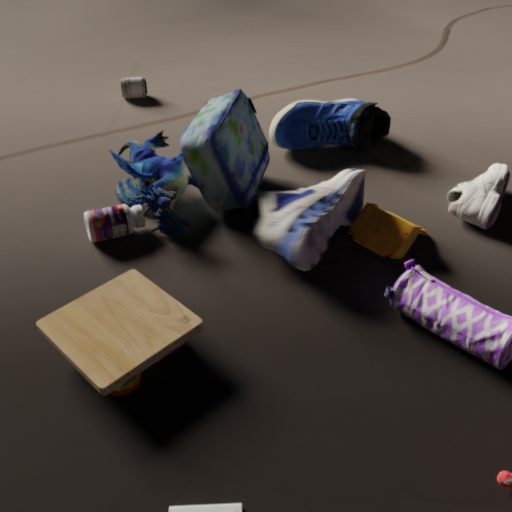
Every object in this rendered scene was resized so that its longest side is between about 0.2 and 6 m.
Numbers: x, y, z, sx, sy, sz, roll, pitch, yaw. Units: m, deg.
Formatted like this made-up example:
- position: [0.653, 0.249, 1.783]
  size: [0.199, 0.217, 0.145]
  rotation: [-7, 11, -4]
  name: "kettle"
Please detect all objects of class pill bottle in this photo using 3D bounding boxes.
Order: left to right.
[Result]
- position: [-2.837, -0.688, 11.283]
  size: [1.126, 0.628, 0.628]
  rotation: [-15, 40, -21]
  name: "pill bottle"

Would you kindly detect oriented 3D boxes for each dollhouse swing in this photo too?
- position: [2.685, -0.425, 11.306]
  size: [1.147, 1.009, 1.043]
  rotation: [33, 90, 35]
  name: "dollhouse swing"

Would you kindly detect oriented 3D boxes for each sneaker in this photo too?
- position: [0.877, -0.977, 11.088]
  size: [1.736, 1.214, 3.005]
  rotation: [19, 41, 29]
  name: "sneaker"
- position: [2.001, -3.235, 14.116]
  size: [3.146, 1.207, 1.750]
  rotation: [-16, 31, -29]
  name: "sneaker"
- position: [4.812, -1.455, 12.127]
  size: [1.103, 0.829, 2.215]
  rotation: [18, 41, 22]
  name: "sneaker"

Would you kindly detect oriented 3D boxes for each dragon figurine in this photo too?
- position: [-2.502, -1.801, 12.293]
  size: [3.956, 1.164, 1.967]
  rotation: [32, 47, 33]
  name: "dragon figurine"

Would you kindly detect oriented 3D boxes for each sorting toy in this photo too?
- position: [-2.092, 1.255, 8.756]
  size: [1.850, 0.644, 1.839]
  rotation: [31, 48, 34]
  name: "sorting toy"

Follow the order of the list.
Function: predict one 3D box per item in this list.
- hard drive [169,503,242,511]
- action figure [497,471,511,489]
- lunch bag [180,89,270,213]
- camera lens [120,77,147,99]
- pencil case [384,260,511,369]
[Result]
- position: [-0.604, 3.240, 6.618]
  size: [0.882, 0.116, 0.581]
  rotation: [-2, 38, -2]
  name: "hard drive"
- position: [3.806, 2.870, 6.516]
  size: [1.830, 0.906, 0.597]
  rotation: [18, 41, 26]
  name: "action figure"
- position: [-0.556, -2.265, 12.182]
  size: [1.042, 2.032, 2.528]
  rotation: [-10, 34, 24]
  name: "lunch bag"
- position: [-3.712, -5.114, 17.055]
  size: [0.757, 0.605, 0.605]
  rotation: [-5, 38, -8]
  name: "camera lens"
- position: [3.218, 0.895, 8.990]
  size: [2.176, 0.930, 0.913]
  rotation: [32, 34, 33]
  name: "pencil case"
